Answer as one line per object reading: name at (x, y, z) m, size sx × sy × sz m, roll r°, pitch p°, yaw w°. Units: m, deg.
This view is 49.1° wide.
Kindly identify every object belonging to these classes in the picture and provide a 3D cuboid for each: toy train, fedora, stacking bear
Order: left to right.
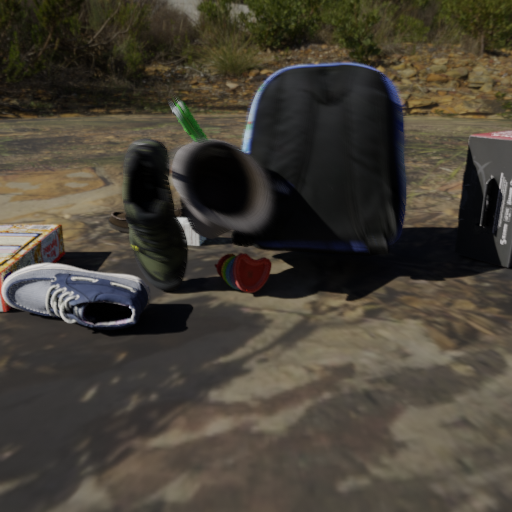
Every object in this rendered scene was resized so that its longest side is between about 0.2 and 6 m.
toy train at (-1.311, -2.597, 11.160) m, size 0.305 × 1.083 × 0.226 m, roll -32°, pitch 46°, yaw 4°
fedora at (-0.682, -0.995, 9.410) m, size 1.782 × 0.910 × 2.015 m, roll 16°, pitch 50°, yaw -22°
stacking bear at (-0.337, 0.250, 9.998) m, size 0.703 × 0.658 × 1.157 m, roll 12°, pitch 1°, yaw -28°

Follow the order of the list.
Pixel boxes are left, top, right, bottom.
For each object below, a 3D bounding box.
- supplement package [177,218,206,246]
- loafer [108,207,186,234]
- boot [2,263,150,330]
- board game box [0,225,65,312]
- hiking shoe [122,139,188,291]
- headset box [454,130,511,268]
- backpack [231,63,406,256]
supplement package at (-1.609, -0.550, 12.554) m, size 0.873 × 0.512 × 0.510 m, roll 4°, pitch 19°, yaw 11°
loafer at (-2.538, -0.963, 13.435) m, size 2.062 × 0.736 × 0.753 m, roll 2°, pitch 18°, yaw 6°
boot at (-2.805, 0.630, 8.439) m, size 2.290 × 0.833 × 1.034 m, roll 0°, pitch 13°, yaw -2°
board game box at (-5.118, 0.118, 10.209) m, size 2.294 × 0.701 × 3.028 m, roll 0°, pitch 18°, yaw 0°
hiking shoe at (-1.775, -0.545, 9.197) m, size 0.992 × 2.621 × 1.319 m, roll -8°, pitch 16°, yaw 4°
headset box at (5.502, -1.310, 11.669) m, size 3.358 × 2.496 × 1.260 m, roll -14°, pitch 23°, yaw -38°
backpack at (1.262, -1.808, 11.180) m, size 3.213 × 3.511 × 2.580 m, roll 2°, pitch -2°, yaw 4°
